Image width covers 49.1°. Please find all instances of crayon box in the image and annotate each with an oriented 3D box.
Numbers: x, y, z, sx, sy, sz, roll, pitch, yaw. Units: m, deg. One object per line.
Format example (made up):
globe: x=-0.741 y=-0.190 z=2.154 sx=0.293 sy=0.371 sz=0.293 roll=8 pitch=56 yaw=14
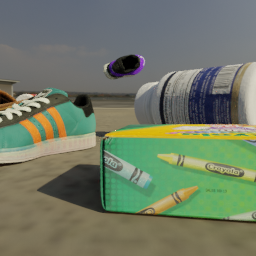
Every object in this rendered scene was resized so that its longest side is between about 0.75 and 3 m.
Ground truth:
crayon box: x=0.778 y=0.263 z=2.147 sx=1.776 sy=0.517 sz=1.055 roll=1 pitch=5 yaw=10

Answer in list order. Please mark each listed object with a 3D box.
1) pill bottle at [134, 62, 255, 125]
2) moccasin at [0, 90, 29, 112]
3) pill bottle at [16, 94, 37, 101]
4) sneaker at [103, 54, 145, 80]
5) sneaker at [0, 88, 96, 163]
pill bottle: x=1.300 y=-0.398 z=5.104 sx=1.349 sy=1.349 sz=2.430 roll=-5 pitch=6 yaw=-43
moccasin: x=-2.522 y=-0.319 z=5.436 sx=2.877 sy=1.111 sz=1.052 roll=3 pitch=6 yaw=28
pill bottle: x=-3.956 y=-0.919 z=12.260 sx=1.116 sy=1.116 sz=1.954 roll=1 pitch=6 yaw=11
sneaker: x=0.120 y=-1.747 z=7.691 sx=0.788 sy=0.551 sz=1.585 roll=-18 pitch=9 yaw=44
sneaker: x=-1.337 y=-0.092 z=3.857 sx=0.833 sy=0.933 sz=2.335 roll=3 pitch=6 yaw=32
